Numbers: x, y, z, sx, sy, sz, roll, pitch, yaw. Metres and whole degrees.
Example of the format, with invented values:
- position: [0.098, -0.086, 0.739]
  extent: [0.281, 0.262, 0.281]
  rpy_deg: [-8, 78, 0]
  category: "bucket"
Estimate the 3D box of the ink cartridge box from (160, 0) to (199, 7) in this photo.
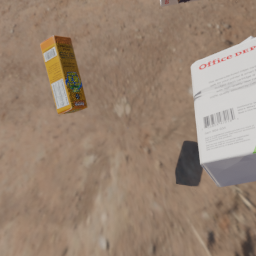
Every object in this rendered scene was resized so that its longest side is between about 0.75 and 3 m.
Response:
- position: [1.722, -4.097, 7.550]
  extent: [1.861, 1.347, 0.785]
  rpy_deg: [-7, 82, 8]
  category: "ink cartridge box"

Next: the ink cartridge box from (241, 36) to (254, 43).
- position: [2.655, -1.428, 5.918]
  extent: [0.923, 0.667, 0.389]
  rpy_deg: [22, 63, -22]
  category: "ink cartridge box"

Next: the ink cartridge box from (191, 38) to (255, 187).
- position: [2.153, -0.357, 4.965]
  extent: [1.733, 1.001, 2.382]
  rpy_deg: [-17, 47, 27]
  category: "ink cartridge box"

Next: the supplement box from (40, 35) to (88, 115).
- position: [-1.293, -1.059, 5.696]
  extent: [0.500, 0.517, 1.502]
  rpy_deg: [-14, 92, -53]
  category: "supplement box"
